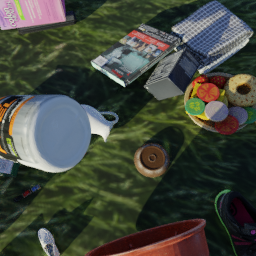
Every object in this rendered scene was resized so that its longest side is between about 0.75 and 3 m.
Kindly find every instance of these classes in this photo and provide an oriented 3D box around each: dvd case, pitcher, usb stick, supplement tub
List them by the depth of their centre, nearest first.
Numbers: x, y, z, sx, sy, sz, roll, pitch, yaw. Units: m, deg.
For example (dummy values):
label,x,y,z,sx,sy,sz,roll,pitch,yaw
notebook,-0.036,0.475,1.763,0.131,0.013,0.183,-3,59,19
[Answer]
label,x,y,z,sx,sy,sz,roll,pitch,yaw
supplement tub,-2.116,0.036,6.041,2.464,1.510,1.510,4,61,40
pitcher,-1.091,-0.303,9.299,1.390,0.843,1.193,27,45,3
dvd case,0.257,-2.751,10.213,2.719,0.299,1.985,-40,52,-17
usb stick,-3.202,-4.196,11.124,2.328,0.380,0.645,-13,67,-5

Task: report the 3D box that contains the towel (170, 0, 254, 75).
label,x,y,z,sx,sy,sz,roll,pitch,yaw
towel,3.053,-3.457,10.434,2.493,1.067,2.064,-35,70,-14

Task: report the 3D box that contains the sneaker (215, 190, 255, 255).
label,x,y,z,sx,sy,sz,roll,pitch,yaw
sneaker,3.347,2.962,7.629,1.055,1.151,2.748,-28,69,-11

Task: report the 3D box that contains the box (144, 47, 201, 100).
label,x,y,z,sx,sy,sz,roll,pitch,yaw
box,1.473,-1.775,9.462,0.849,1.378,1.366,41,69,-20

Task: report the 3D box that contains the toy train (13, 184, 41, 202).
label,x,y,z,sx,sy,sz,roll,pitch,yaw
toy train,-3.082,1.991,8.566,0.893,0.204,0.152,-30,70,-13

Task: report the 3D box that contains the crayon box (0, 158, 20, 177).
label,x,y,z,sx,sy,sz,roll,pitch,yaw
crayon box,-4.052,0.446,9.043,1.326,0.544,2.109,7,68,3

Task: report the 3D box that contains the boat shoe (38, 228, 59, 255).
label,x,y,z,sx,sy,sz,roll,pitch,yaw
boat shoe,-2.266,3.271,7.943,0.345,0.338,0.975,-34,71,-14

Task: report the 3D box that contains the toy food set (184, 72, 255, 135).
label,x,y,z,sx,sy,sz,roll,pitch,yaw
toy food set,3.158,-0.918,9.480,2.462,0.599,2.437,17,68,14

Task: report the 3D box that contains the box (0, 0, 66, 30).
label,x,y,z,sx,sy,sz,roll,pitch,yaw
box,-3.781,-5.101,10.818,2.482,1.200,2.183,-9,55,-2

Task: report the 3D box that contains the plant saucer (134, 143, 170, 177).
label,x,y,z,sx,sy,sz,roll,pitch,yaw
plant saucer,0.776,0.989,8.999,1.155,0.211,1.155,0,66,0

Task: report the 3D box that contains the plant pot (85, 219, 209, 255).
label,x,y,z,sx,sy,sz,roll,pitch,yaw
plant pot,0.809,3.976,6.421,3.008,3.008,2.925,-15,76,-6
